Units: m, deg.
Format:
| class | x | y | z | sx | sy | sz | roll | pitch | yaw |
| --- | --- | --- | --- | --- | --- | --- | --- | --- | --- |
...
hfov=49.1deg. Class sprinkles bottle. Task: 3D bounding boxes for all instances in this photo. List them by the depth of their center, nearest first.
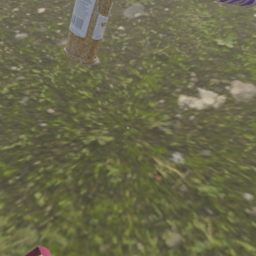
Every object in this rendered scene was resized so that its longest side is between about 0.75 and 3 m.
| class | x | y | z | sx | sy | sz | roll | pitch | yaw |
| --- | --- | --- | --- | --- | --- | --- | --- | --- | --- |
| sprinkles bottle | -0.842 | -2.923 | 6.755 | 0.900 | 2.638 | 0.900 | 17 | 30 | -10 |

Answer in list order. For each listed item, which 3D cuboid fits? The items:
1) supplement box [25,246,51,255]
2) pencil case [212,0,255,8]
| class | x | y | z | sx | sy | sz | roll | pitch | yaw |
| --- | --- | --- | --- | --- | --- | --- | --- | --- | --- |
| supplement box | -1.462 | 2.167 | 3.786 | 1.022 | 0.438 | 0.564 | -33 | 62 | -13 |
| pencil case | 1.922 | -3.553 | 6.219 | 2.978 | 1.250 | 1.273 | -3 | 67 | -28 |
